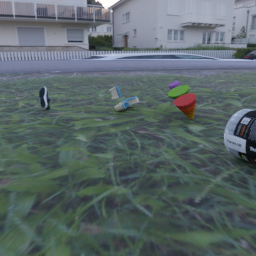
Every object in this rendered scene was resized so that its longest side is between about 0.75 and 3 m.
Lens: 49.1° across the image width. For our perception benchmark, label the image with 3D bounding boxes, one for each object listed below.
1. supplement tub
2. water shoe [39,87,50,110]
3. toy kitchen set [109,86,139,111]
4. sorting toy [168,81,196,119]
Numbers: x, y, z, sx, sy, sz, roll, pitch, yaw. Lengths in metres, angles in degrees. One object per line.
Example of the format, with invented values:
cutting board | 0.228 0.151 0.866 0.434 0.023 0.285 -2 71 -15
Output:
supplement tub | 2.919 0.295 5.512 1.095 1.095 1.788 -10 18 -29
water shoe | -3.168 -1.120 10.696 0.328 0.918 0.362 -15 -21 19
toy kitchen set | -0.142 -1.229 10.700 0.664 0.902 1.126 -15 11 19
sorting toy | 1.946 -0.969 9.980 0.795 0.790 2.292 -23 25 7
